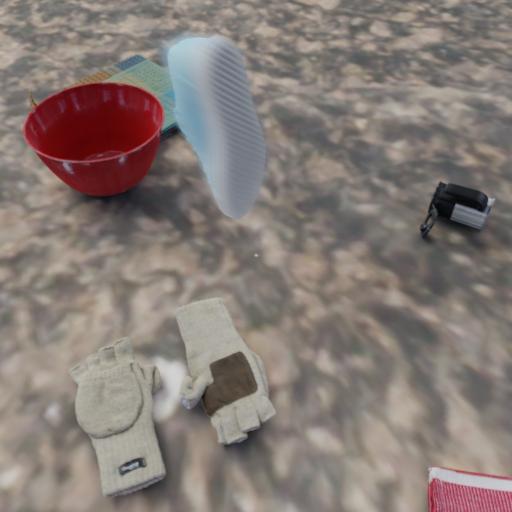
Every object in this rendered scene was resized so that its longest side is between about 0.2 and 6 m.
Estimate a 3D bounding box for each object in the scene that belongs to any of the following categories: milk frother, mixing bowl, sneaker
[{"bbox_3d":[3.134,-0.616,8.791,0.890,0.854,0.946,22,95,19],"label":"milk frother"},{"bbox_3d":[-2.579,-1.812,9.392,2.218,1.201,2.218,0,49,0],"label":"mixing bowl"},{"bbox_3d":[-0.407,-1.225,5.439,0.735,1.794,0.663,23,43,38],"label":"sneaker"}]

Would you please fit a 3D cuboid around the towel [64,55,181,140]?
[{"bbox_3d":[-2.301,-3.158,11.235,1.997,0.295,2.723,-36,56,-28],"label":"towel"}]

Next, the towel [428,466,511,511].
[{"bbox_3d":[2.366,2.994,5.787,1.104,0.174,1.533,7,48,5],"label":"towel"}]

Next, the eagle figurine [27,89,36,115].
[{"bbox_3d":[-3.747,-2.712,10.616,1.046,0.794,0.789,3,8,-29],"label":"eagle figurine"}]

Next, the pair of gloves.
[{"bbox_3d":[-1.016,1.638,6.859,2.277,0.399,1.936,-23,55,-16],"label":"pair of gloves"}]
